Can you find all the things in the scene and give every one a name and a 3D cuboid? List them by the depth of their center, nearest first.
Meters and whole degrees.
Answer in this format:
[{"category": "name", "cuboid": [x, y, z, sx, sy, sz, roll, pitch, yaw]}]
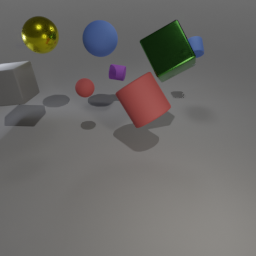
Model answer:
[{"category": "cylinder", "cuboid": [0.513, -0.940, 9.465, 1.400, 1.400, 1.400, -32, 5, 3]}, {"category": "cube", "cuboid": [1.417, -2.593, 9.726, 1.400, 1.400, 1.400, -27, -4, 12]}, {"category": "ball", "cuboid": [-1.568, -1.460, 10.189, 0.700, 0.700, 0.700, 0, 31, 0]}, {"category": "ball", "cuboid": [-3.417, -3.624, 10.955, 1.400, 1.400, 1.400, 0, 31, 0]}, {"category": "ball", "cuboid": [-1.108, -3.561, 11.187, 1.400, 1.400, 1.400, 0, 31, 0]}, {"category": "cube", "cuboid": [-4.656, -1.792, 11.282, 1.400, 1.400, 1.400, -4, 26, 12]}, {"category": "cylinder", "cuboid": [2.964, -3.556, 12.357, 0.700, 0.700, 0.700, -3, 75, -5]}, {"category": "cylinder", "cuboid": [-0.497, -2.622, 13.245, 0.700, 0.700, 0.700, 10, 32, 7]}]
